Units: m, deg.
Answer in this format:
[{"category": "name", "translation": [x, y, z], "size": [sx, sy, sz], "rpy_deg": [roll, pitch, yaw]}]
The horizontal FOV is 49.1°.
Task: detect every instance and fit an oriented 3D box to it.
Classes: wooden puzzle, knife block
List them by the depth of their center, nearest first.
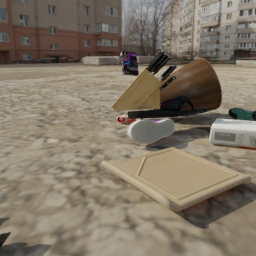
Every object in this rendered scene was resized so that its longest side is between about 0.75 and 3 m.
[{"category": "wooden puzzle", "translation": [0.917, 0.949, 5.598], "size": [2.272, 0.423, 2.102], "rpy_deg": [-5, 15, -35]}, {"category": "knife block", "translation": [0.487, -1.474, 8.707], "size": [2.047, 1.797, 0.655], "rpy_deg": [-2, 10, 6]}]

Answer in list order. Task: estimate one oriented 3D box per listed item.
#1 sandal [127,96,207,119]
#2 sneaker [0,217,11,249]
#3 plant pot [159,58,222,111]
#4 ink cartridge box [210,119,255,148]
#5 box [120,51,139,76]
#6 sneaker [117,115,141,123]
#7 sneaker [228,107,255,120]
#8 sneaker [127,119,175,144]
[{"category": "sandal", "translation": [1.349, -0.674, 9.002], "size": [2.806, 0.672, 1.055], "rpy_deg": [-4, 2, -21]}, {"category": "sneaker", "translation": [-1.921, 1.571, 3.047], "size": [0.851, 0.490, 1.632], "rpy_deg": [-7, 13, -6]}, {"category": "plant pot", "translation": [2.021, -1.294, 10.606], "size": [2.206, 2.062, 2.062], "rpy_deg": [-21, 19, -7]}, {"category": "ink cartridge box", "translation": [3.489, 0.125, 8.504], "size": [1.804, 0.558, 2.224], "rpy_deg": [5, 8, 21]}, {"category": "box", "translation": [0.070, -2.620, 11.420], "size": [0.705, 0.986, 0.178], "rpy_deg": [0, -11, -31]}, {"category": "sneaker", "translation": [0.040, -0.295, 10.145], "size": [0.950, 0.317, 0.509], "rpy_deg": [9, 19, 42]}, {"category": "sneaker", "translation": [4.405, -0.507, 10.809], "size": [1.311, 0.488, 0.574], "rpy_deg": [8, 4, -9]}, {"category": "sneaker", "translation": [0.426, 0.060, 8.328], "size": [1.092, 0.694, 1.916], "rpy_deg": [6, 6, 41]}]
